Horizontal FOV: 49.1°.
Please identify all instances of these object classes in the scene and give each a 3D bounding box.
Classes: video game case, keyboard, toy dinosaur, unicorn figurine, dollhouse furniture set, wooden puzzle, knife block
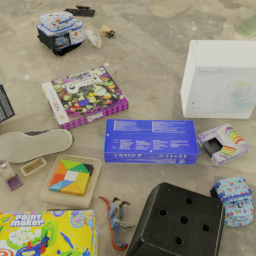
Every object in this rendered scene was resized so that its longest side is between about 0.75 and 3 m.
[{"bbox_3d":[-1.654,-1.206,10.590,2.646,0.474,2.399,-20,52,-16],"label":"video game case"},{"bbox_3d":[-2.622,-6.385,15.119,1.680,0.333,0.875,5,50,3],"label":"keyboard"},{"bbox_3d":[-0.294,2.565,7.509,1.411,0.741,1.281,-10,53,43],"label":"toy dinosaur"},{"bbox_3d":[-1.668,-4.333,13.035,0.582,1.082,1.575,-17,70,-8],"label":"unicorn figurine"},{"bbox_3d":[-3.258,0.992,8.418,1.292,0.917,1.024,-30,56,-23],"label":"dollhouse furniture set"},{"bbox_3d":[-1.674,1.508,8.386,1.485,0.299,1.605,8,50,6],"label":"wooden puzzle"},{"bbox_3d":[-0.923,-4.724,13.726,0.759,0.277,0.865,5,49,3],"label":"knife block"}]

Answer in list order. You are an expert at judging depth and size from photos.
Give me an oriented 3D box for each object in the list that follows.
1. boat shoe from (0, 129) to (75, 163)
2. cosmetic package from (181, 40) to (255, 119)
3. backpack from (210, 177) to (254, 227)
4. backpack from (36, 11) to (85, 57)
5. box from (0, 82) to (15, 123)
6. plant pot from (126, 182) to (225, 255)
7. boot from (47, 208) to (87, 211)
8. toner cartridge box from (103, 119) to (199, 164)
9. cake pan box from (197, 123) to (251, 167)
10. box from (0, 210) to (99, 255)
[{"bbox_3d":[-3.011,0.543,9.053,2.654,0.832,0.964,-8,88,5],"label":"boat shoe"},{"bbox_3d":[3.222,-1.618,9.672,2.385,2.392,1.471,1,49,1],"label":"cosmetic package"},{"bbox_3d":[2.901,2.029,7.639,1.051,0.775,1.151,-5,51,-5],"label":"backpack"},{"bbox_3d":[-2.994,-4.436,12.753,1.918,1.551,2.013,-22,49,-31],"label":"backpack"},{"bbox_3d":[-5.240,-0.685,9.107,2.072,1.284,2.037,19,42,38],"label":"box"},{"bbox_3d":[1.148,2.513,6.478,2.152,1.914,2.157,16,52,14],"label":"plant pot"},{"bbox_3d":[-1.642,2.411,7.644,1.111,0.409,0.419,-3,74,-2],"label":"boot"},{"bbox_3d":[0.705,0.428,9.061,2.896,0.625,1.375,1,50,1],"label":"toner cartridge box"},{"bbox_3d":[3.086,0.529,9.179,1.323,0.346,1.218,-20,49,-13],"label":"cake pan box"},{"bbox_3d":[-1.919,3.171,6.212,2.346,1.431,2.259,-1,49,0],"label":"box"}]
